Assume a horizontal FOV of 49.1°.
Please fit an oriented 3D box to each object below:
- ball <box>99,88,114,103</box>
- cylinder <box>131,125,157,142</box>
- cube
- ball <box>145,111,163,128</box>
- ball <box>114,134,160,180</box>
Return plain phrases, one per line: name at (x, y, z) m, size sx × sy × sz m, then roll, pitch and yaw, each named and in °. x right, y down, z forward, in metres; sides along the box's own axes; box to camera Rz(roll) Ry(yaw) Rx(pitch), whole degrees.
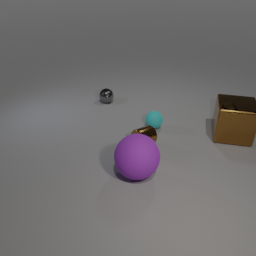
ball at (-1.037, -1.554, 13.478) m, size 0.700 × 0.700 × 0.700 m, roll 0°, pitch 30°, yaw 0°
cylinder at (0.577, 0.316, 10.120) m, size 0.700 × 0.700 × 0.700 m, roll -18°, pitch 34°, yaw -38°
cube at (4.006, -0.320, 10.549) m, size 1.400 × 1.400 × 1.400 m, roll 7°, pitch 32°, yaw 10°
ball at (1.057, -0.343, 11.320) m, size 0.700 × 0.700 × 0.700 m, roll 0°, pitch 30°, yaw 0°
ball at (0.275, 0.873, 8.527) m, size 1.400 × 1.400 × 1.400 m, roll 0°, pitch 30°, yaw 0°
